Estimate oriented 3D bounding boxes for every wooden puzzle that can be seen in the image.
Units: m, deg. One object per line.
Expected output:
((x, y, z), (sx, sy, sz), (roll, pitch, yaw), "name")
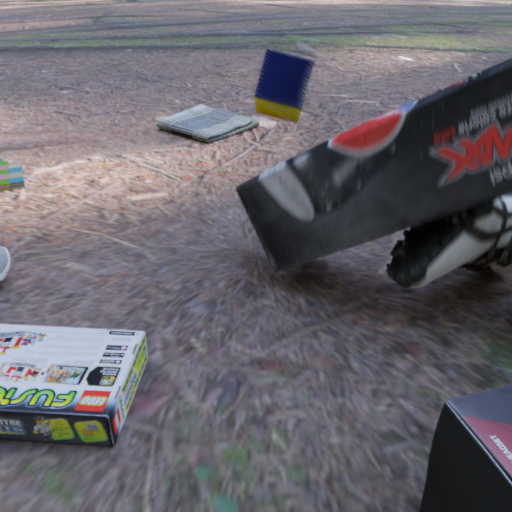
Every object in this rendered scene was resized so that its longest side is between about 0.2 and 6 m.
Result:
((-5.250, -1.528, 10.970), (1.301, 0.154, 2.193), (-12, 32, -20), "wooden puzzle")

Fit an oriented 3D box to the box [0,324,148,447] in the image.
((-2.503, 1.284, 5.895), (2.424, 0.421, 1.334), (3, 30, 4), "box")

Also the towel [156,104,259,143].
((-1.177, -3.326, 13.876), (1.838, 0.330, 1.909), (23, 37, 34), "towel")

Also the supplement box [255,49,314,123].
((0.398, -2.452, 8.220), (0.684, 0.680, 1.250), (15, 5, 0), "supplement box")

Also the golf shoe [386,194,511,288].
((3.063, -0.214, 7.504), (3.090, 1.460, 1.201), (-34, 9, -27), "golf shoe")

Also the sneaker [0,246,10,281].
((-4.270, 0.267, 7.135), (0.843, 0.925, 2.256), (26, 39, 37), "sneaker")

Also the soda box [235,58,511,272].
((1.750, -1.072, 6.964), (3.902, 1.381, 1.236), (-20, 9, 32), "soda box")

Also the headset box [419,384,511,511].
((3.141, 2.039, 3.606), (3.778, 1.417, 2.808), (-9, 32, -15), "headset box")
